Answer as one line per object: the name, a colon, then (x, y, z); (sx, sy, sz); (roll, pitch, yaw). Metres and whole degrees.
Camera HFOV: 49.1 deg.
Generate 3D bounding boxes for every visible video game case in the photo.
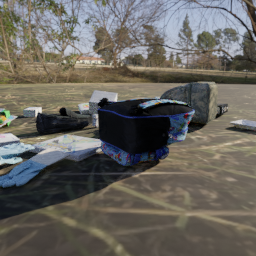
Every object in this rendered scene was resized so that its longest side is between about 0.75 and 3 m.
video game case: (-1.730, 0.560, 8.648); (1.893, 0.208, 1.725); (6, 13, 28)

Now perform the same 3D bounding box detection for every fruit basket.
fruit basket: (-5.668, -0.320, 11.607); (1.482, 0.750, 1.600); (2, 15, 9)

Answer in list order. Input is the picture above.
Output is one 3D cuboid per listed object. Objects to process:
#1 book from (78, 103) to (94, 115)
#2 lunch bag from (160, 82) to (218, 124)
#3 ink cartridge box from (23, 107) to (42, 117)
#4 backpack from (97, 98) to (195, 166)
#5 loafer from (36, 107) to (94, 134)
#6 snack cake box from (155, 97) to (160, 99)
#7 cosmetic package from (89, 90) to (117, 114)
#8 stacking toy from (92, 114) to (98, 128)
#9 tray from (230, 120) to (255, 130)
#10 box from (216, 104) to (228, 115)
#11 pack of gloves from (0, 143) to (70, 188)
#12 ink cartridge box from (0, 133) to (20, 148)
book: (-2.100, -1.077, 16.053); (1.356, 0.488, 2.029); (-5, 15, -15)
lunch bag: (2.842, -1.219, 13.022); (2.267, 1.884, 2.703); (7, 13, 25)
ink cartridge box: (-5.100, -0.861, 14.976); (0.670, 0.386, 0.923); (1, 12, 2)
backpack: (0.584, -0.042, 8.006); (2.441, 1.642, 2.228); (-8, 14, -31)
loafer: (-2.490, -0.394, 11.444); (2.635, 0.925, 0.895); (-12, 17, -44)
snack cake box: (2.847, -1.603, 17.732); (2.107, 0.708, 1.212); (-2, 11, -8)
cosmetic package: (-1.307, -1.308, 14.849); (1.287, 0.793, 1.291); (8, 37, 4)
stacking toy: (-0.178, -0.315, 12.225); (1.804, 0.562, 2.392); (9, 13, 31)
tray: (5.379, -0.059, 11.587); (1.076, 0.222, 2.004); (-11, 16, -38)
box: (4.275, -1.066, 15.451); (2.112, 0.460, 1.692); (4, 11, 31)
pack of gloves: (-2.746, 0.951, 6.842); (1.733, 0.407, 2.062); (14, 21, 21)
ink cartridge box: (-4.310, 0.444, 9.109); (1.258, 0.272, 1.235); (-7, 14, -36)
